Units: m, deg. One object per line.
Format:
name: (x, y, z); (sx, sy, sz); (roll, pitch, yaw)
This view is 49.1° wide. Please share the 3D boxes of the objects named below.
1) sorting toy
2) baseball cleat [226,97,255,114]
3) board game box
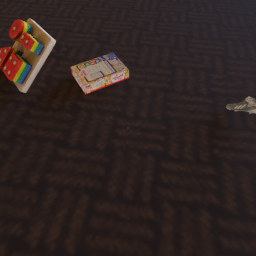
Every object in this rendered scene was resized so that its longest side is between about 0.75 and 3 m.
sorting toy: (-3.544, -2.527, 9.237); (0.689, 1.981, 1.969); (19, 20, -51)
baseball cleat: (3.409, -0.714, 8.305); (0.948, 0.504, 0.330); (13, 28, 32)
board game box: (-0.974, -1.921, 9.637); (1.642, 0.380, 1.244); (-23, 50, -16)
